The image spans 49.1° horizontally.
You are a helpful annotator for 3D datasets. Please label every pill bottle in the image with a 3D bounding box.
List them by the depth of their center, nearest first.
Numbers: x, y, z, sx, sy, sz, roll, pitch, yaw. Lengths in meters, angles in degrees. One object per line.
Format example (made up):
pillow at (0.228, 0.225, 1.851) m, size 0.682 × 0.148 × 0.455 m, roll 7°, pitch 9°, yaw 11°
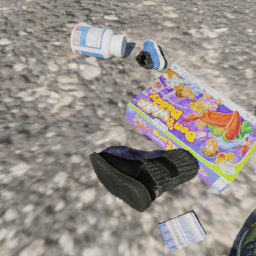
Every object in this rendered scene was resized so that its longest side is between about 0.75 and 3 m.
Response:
pill bottle at (-0.927, -2.749, 9.057) m, size 1.633 × 0.916 × 0.916 m, roll 12°, pitch 50°, yaw 9°

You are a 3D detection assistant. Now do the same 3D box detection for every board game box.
board game box at (1.583, -0.119, 6.562) m, size 2.750 × 0.616 × 1.849 m, roll 38°, pitch 63°, yaw 16°

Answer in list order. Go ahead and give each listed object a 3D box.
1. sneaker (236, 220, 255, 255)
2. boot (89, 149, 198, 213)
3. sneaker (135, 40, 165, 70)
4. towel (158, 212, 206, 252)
sneaker at (2.163, 2.368, 4.320) m, size 0.914 × 1.223 × 2.725 m, roll 35°, pitch 55°, yaw 15°
boot at (0.269, 0.833, 5.939) m, size 1.524 × 0.767 × 2.038 m, roll -28°, pitch 38°, yaw -30°
sneaker at (0.569, -2.371, 8.909) m, size 0.764 × 0.527 × 1.373 m, roll -2°, pitch 53°, yaw -25°
towel at (1.055, 2.012, 5.470) m, size 0.790 × 0.094 × 0.580 m, roll -16°, pitch 52°, yaw -13°
